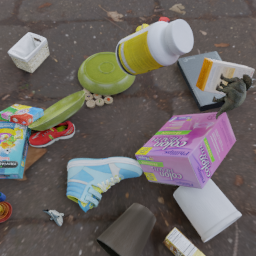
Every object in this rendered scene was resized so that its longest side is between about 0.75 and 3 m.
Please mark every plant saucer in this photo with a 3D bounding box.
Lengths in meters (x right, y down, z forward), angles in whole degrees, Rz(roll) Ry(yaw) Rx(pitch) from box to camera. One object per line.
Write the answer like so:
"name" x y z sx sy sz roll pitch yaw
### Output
"plant saucer" -0.993 -2.674 12.990 2.705 0.420 2.705 0 55 0
"plant saucer" -2.702 -0.626 11.055 2.580 0.401 2.580 -27 21 11

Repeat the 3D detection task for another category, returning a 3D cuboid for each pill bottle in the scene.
"pill bottle" 0.838 -2.640 9.239 2.496 1.398 1.398 -5 44 50

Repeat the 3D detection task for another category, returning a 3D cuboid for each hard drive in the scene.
"hard drive" 3.658 -2.197 12.733 1.997 0.471 2.861 -13 59 -8

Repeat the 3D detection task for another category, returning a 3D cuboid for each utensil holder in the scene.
"utensil holder" 2.541 2.561 9.222 1.483 1.483 1.745 -27 61 -16

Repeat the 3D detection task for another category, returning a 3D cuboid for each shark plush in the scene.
"shark plush" -2.606 3.035 9.631 0.860 0.391 0.358 22 91 8

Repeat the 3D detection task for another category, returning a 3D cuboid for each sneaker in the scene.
"sneaker" -0.832 2.023 9.790 2.806 1.116 1.832 -3 56 9
"sneaker" -3.054 0.144 11.096 1.872 0.795 0.721 -20 61 -12

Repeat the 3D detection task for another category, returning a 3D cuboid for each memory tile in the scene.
"memory tile" -1.398 -1.620 12.577 1.220 0.134 1.592 -13 60 -7

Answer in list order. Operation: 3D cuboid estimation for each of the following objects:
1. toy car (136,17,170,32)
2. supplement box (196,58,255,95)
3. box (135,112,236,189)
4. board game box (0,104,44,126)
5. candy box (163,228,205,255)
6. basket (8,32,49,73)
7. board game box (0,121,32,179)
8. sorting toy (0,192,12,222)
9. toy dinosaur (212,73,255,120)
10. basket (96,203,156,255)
"toy car" 1.659 -4.943 14.428 2.090 0.466 1.966 -26 62 -15
"supplement box" 3.146 -1.628 9.139 1.573 0.991 0.578 8 23 -12
"box" 1.979 0.664 9.589 2.256 1.240 2.565 -2 32 49
"board game box" -4.355 -0.563 11.432 1.409 0.284 1.078 11 29 17
"candy box" 1.897 3.930 8.650 1.696 0.979 0.469 39 66 21
"basket" -4.624 -3.547 13.259 1.094 0.996 1.614 24 60 14
"board game box" -4.814 0.815 10.840 1.710 0.532 2.265 -1 58 -1
"sorting toy" -4.674 2.617 9.681 1.482 0.608 0.891 22 61 13
"toy dinosaur" 2.623 -0.891 7.001 0.822 0.619 1.607 19 58 22
"basket" 0.063 3.342 8.945 1.513 1.141 1.678 43 60 -4
